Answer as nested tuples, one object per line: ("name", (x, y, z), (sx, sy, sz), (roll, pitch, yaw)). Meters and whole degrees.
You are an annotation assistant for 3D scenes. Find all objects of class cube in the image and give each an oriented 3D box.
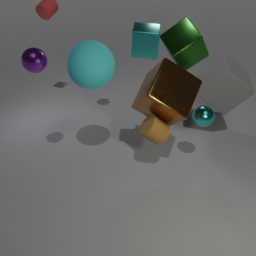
("cube", (1.181, -1.048, 8.762), (1.400, 1.400, 1.400), (29, 72, -12))
("cube", (2.459, -3.596, 12.230), (1.400, 1.400, 1.400), (-32, 58, 14))
("cube", (0.462, -2.299, 7.378), (0.700, 0.700, 0.700), (6, 40, 2))
("cube", (3.620, -1.662, 10.552), (1.400, 1.400, 1.400), (32, 40, -18))

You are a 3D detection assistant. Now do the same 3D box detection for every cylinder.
("cylinder", (0.837, 0.071, 8.793), (0.700, 0.700, 0.700), (32, 20, -27))
("cylinder", (-3.420, -5.065, 11.858), (0.700, 0.700, 0.700), (15, 58, 23))

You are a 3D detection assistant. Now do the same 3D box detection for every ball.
("ball", (2.444, -0.381, 9.036), (0.700, 0.700, 0.700), (0, 32, 0))
("ball", (-2.601, -1.877, 7.785), (0.700, 0.700, 0.700), (0, 32, 0))
("ball", (-1.085, -1.835, 8.194), (1.400, 1.400, 1.400), (0, 32, 0))
